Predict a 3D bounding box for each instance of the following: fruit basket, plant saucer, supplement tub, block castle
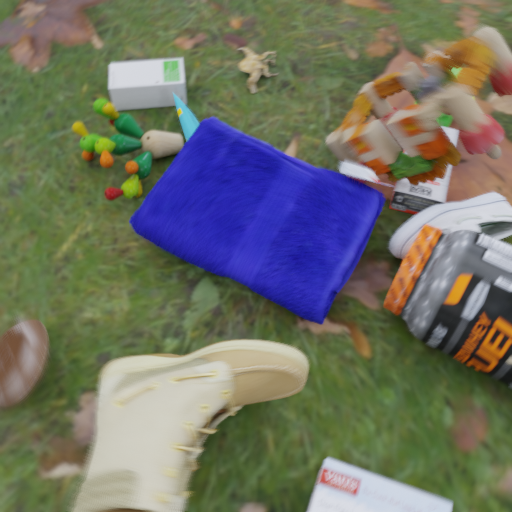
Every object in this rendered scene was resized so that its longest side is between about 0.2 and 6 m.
[{"bbox_3d":[3.772,-3.143,11.134,0.972,1.347,1.347,37,64,17],"label":"fruit basket"},{"bbox_3d":[-3.476,1.481,7.971,1.271,0.232,1.271,-18,57,30],"label":"plant saucer"},{"bbox_3d":[3.489,0.791,8.045,2.966,1.817,1.817,27,60,18],"label":"supplement tub"},{"bbox_3d":[2.845,-2.284,9.491,1.411,3.007,2.010,46,61,-23],"label":"block castle"}]

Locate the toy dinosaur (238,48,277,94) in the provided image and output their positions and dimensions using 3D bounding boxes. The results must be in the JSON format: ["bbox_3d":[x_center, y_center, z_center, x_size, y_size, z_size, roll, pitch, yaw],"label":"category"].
[{"bbox_3d":[0.013,-4.243,12.249,0.804,0.463,1.591,-8,57,-4],"label":"toy dinosaur"}]

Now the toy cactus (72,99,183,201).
[{"bbox_3d":[-2.331,-1.969,10.531,1.907,1.182,2.312,-8,52,-28],"label":"toy cactus"}]

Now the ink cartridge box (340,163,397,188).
[{"bbox_3d":[1.866,-1.309,9.112,0.847,0.678,0.200,18,99,21],"label":"ink cartridge box"}]

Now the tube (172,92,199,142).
[{"bbox_3d":[-1.213,-2.412,10.945,0.451,0.693,1.790,-26,61,5],"label":"tube"}]

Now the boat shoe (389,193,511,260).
[{"bbox_3d":[3.414,-0.419,9.371,2.396,0.881,0.800,-23,49,-16],"label":"boat shoe"}]

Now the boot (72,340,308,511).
[{"bbox_3d":[-0.740,2.237,7.005,2.906,1.058,2.259,-7,40,6],"label":"boot"}]

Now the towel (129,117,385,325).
[{"bbox_3d":[0.074,-0.766,9.172,3.578,0.886,2.642,25,63,12],"label":"towel"}]

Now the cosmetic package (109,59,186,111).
[{"bbox_3d":[-2.250,-3.566,11.677,1.520,0.645,0.818,-6,58,-6],"label":"cosmetic package"}]

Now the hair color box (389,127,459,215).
[{"bbox_3d":[3.124,-1.616,10.389,0.933,0.563,1.838,16,58,11],"label":"hair color box"}]

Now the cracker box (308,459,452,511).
[{"bbox_3d":[1.228,3.902,6.619,1.631,0.702,2.435,17,59,11],"label":"cracker box"}]
